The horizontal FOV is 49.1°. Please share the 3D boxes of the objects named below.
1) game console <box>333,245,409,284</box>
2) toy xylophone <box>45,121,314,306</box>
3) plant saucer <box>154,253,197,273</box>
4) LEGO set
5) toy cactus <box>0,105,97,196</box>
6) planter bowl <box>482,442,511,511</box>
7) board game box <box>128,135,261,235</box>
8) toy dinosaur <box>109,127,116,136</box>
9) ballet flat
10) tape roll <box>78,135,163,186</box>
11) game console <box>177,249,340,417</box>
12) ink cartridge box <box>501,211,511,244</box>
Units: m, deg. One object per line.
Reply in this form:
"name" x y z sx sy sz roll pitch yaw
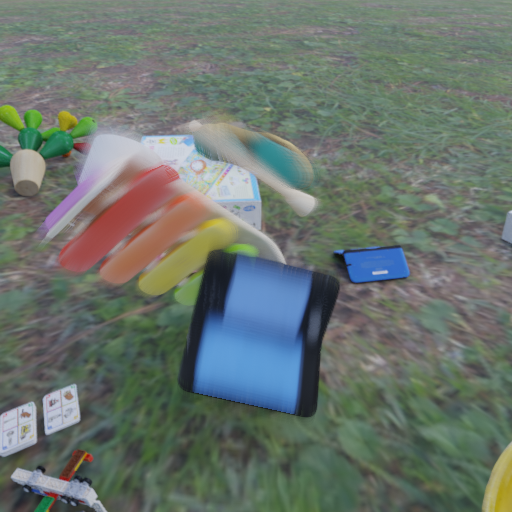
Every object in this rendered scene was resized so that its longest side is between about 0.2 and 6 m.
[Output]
"game console" 1.817 0.124 8.926 0.965 0.571 0.824 -6 63 -9
"toy xylophone" -0.710 -0.267 6.423 3.009 2.203 0.756 24 42 -29
"plant saucer" -1.122 -0.060 8.874 1.149 0.291 1.149 -7 24 3
"LEGO set" -2.253 2.191 5.449 1.341 0.441 1.795 -22 34 -12
"toy cactus" -4.821 -2.143 11.829 2.920 1.493 2.410 -5 50 -13
"planter bowl" 3.050 2.630 3.521 3.352 1.396 3.352 -1 32 0
"board game box" -1.231 -1.561 11.204 2.379 0.606 3.539 -2 31 -4
"toy dinosaur" -3.050 -1.935 12.121 0.806 1.535 1.393 -33 1 16
"ballet flat" 0.035 -1.552 8.152 2.100 0.721 0.662 26 37 26
"tape roll" -1.759 -1.068 7.327 0.954 0.954 0.655 11 75 18
"game console" 0.060 0.729 5.445 1.379 1.213 0.802 14 19 -7
"ink cartridge box" 5.023 -0.486 9.486 1.313 0.544 0.964 -17 35 -26
